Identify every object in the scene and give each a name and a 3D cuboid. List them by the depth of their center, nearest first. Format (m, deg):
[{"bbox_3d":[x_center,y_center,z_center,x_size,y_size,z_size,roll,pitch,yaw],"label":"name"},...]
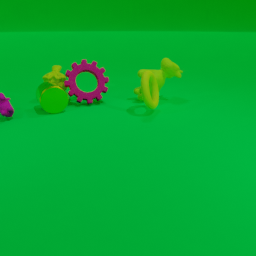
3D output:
[{"bbox_3d":[-3.943,-0.711,8.907,0.518,0.944,0.928,-36,-3,-11],"label":"cow figurine"},{"bbox_3d":[0.732,-1.246,9.202,0.254,1.272,1.272,-6,17,23],"label":"ring"},{"bbox_3d":[-2.607,-1.057,9.584,0.939,0.939,0.939,-10,23,-24],"label":"cylinder"},{"bbox_3d":[-1.520,-1.695,10.319,1.597,1.597,0.295,-6,-3,-16],"label":"gear"},{"bbox_3d":[1.166,-1.816,10.667,1.656,1.683,0.924,-5,42,-25],"label":"cow figurine"},{"bbox_3d":[-2.782,-1.846,10.855,1.443,0.869,1.038,0,49,-1],"label":"monkey head"}]
